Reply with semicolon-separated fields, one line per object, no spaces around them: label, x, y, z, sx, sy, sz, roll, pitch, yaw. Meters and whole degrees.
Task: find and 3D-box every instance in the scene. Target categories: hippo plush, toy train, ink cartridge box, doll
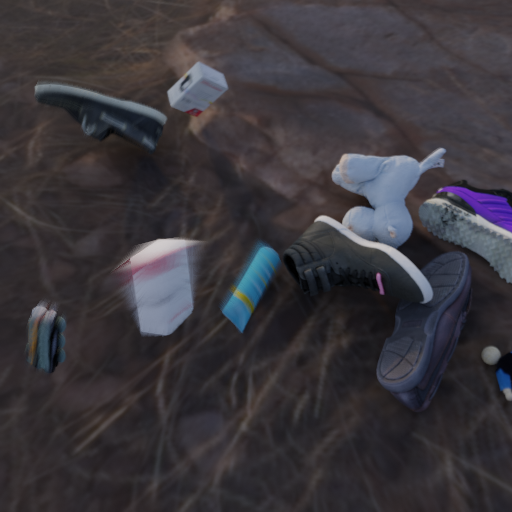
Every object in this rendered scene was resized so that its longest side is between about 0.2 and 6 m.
hippo plush;2.218;-0.868;9.601;1.894;1.509;1.523;1;84;17
toy train;-2.997;1.182;7.926;0.539;0.946;0.403;19;23;27
ink cartridge box;-1.160;-3.288;11.127;0.712;0.977;0.405;11;55;-48
doll;3.883;1.792;8.109;1.347;0.326;0.919;39;63;24
ink cartridge box;-1.375;0.449;8.310;0.503;1.187;0.864;3;21;20

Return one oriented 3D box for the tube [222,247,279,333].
tube;-0.076;0.496;8.923;0.356;0.546;1.411;-8;44;46

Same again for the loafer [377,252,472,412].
loafer;2.626;1.093;8.436;0.960;0.841;2.671;-7;38;48

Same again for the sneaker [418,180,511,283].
sneaker;4.179;-0.492;9.354;2.621;0.911;1.304;38;62;24

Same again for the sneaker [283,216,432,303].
sneaker;1.427;0.327;8.676;1.238;0.882;2.495;-38;45;-19

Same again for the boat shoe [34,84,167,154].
boat shoe;-3.027;-2.647;10.674;2.505;0.900;0.847;16;92;-5
